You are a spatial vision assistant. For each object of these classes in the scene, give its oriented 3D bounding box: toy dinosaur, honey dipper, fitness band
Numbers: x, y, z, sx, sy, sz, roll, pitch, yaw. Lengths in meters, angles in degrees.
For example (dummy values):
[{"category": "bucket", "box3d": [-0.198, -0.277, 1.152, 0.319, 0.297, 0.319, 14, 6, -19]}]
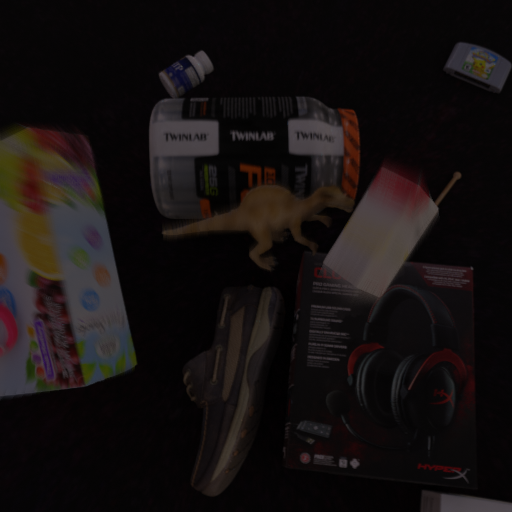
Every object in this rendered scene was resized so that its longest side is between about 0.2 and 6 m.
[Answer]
[{"category": "toy dinosaur", "box3d": [0.104, -0.470, 7.651, 2.501, 1.265, 0.728, -11, 49, 12]}, {"category": "honey dipper", "box3d": [3.156, -1.010, 9.483, 0.212, 0.212, 1.117, 38, 71, 12]}, {"category": "fitness band", "box3d": [-3.279, 0.918, 6.809, 0.911, 0.171, 0.654, -26, 90, 26]}]

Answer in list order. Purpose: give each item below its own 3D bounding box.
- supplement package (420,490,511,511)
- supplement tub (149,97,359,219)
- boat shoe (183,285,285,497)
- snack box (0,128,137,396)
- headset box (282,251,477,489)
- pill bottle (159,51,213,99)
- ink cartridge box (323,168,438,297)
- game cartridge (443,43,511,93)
[{"category": "supplement package", "box3d": [3.060, 3.876, 7.379, 1.602, 0.888, 1.248, 9, 71, 2]}, {"category": "supplement tub", "box3d": [-0.021, -1.522, 8.762, 3.052, 1.870, 1.870, -1, 71, 1]}, {"category": "boat shoe", "box3d": [-0.436, 1.819, 8.107, 1.120, 1.138, 3.055, 11, 62, 14]}, {"category": "snack box", "box3d": [-3.141, 0.214, 7.416, 2.603, 1.045, 3.087, -12, 89, 30]}, {"category": "headset box", "box3d": [1.726, 1.432, 8.044, 2.457, 1.240, 3.305, 6, 71, 2]}, {"category": "pill bottle", "box3d": [-1.122, -2.954, 9.083, 0.799, 0.478, 0.478, -35, 74, -7]}, {"category": "ink cartridge box", "box3d": [1.589, -0.259, 7.113, 0.583, 1.015, 1.398, 35, 96, 31]}, {"category": "game cartridge", "box3d": [4.106, -3.504, 10.348, 1.102, 0.223, 0.735, 26, 69, 9]}]
